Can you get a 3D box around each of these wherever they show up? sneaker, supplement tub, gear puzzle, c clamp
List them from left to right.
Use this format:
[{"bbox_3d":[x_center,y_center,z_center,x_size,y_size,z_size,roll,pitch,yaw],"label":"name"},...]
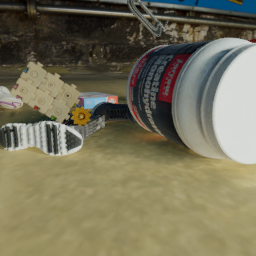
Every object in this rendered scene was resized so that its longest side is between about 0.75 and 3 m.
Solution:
[{"bbox_3d":[-4.585,-1.179,10.388,1.741,0.867,0.652,7,-22,22],"label":"sneaker"},{"bbox_3d":[-1.626,0.156,5.508,1.719,0.646,0.697,5,6,18],"label":"sneaker"},{"bbox_3d":[-1.467,-0.613,5.772,1.650,0.855,0.216,32,1,-15],"label":"gear puzzle"},{"bbox_3d":[-0.134,-0.432,7.886,1.602,0.609,1.157,-10,14,-41],"label":"sneaker"},{"bbox_3d":[0.288,-1.646,4.105,0.106,0.784,0.670,-29,36,39],"label":"c clamp"},{"bbox_3d":[1.398,-0.620,5.448,2.068,2.068,2.947,-6,14,-23],"label":"supplement tub"}]

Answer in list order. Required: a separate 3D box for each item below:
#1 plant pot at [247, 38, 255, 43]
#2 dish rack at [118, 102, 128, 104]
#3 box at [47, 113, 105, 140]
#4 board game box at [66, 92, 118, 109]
[{"bbox_3d":[4.144,-1.746,8.983,2.404,2.119,2.402,-14,16,1],"label":"plant pot"},{"bbox_3d":[-0.100,-0.674,9.509,1.019,0.363,1.329,12,17,38],"label":"dish rack"},{"bbox_3d":[-1.323,-0.070,6.907,1.108,0.350,1.405,3,14,14],"label":"box"},{"bbox_3d":[-1.557,-1.168,11.503,1.496,0.394,1.955,-9,16,-32],"label":"board game box"}]
